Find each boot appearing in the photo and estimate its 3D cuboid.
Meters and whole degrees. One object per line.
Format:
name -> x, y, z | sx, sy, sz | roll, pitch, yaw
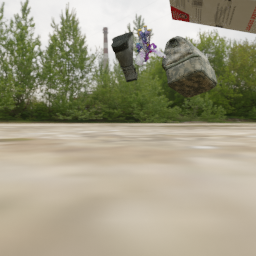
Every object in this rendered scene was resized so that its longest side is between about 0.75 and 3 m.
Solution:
boot -> -0.043, -2.420, 9.582 | 0.721, 1.390, 2.129 | -13, 29, 15

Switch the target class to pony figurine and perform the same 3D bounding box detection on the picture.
pony figurine -> 0.611, -2.560, 8.934 | 0.983, 1.181, 1.140 | -12, 31, -2

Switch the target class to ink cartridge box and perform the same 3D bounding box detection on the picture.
ink cartridge box -> 2.309, -3.320, 7.000 | 2.378, 0.996, 1.716 | 16, -1, 13

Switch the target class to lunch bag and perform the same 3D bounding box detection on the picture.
lunch bag -> 2.168, -2.206, 10.032 | 1.405, 1.691, 2.017 | -20, -20, 32
